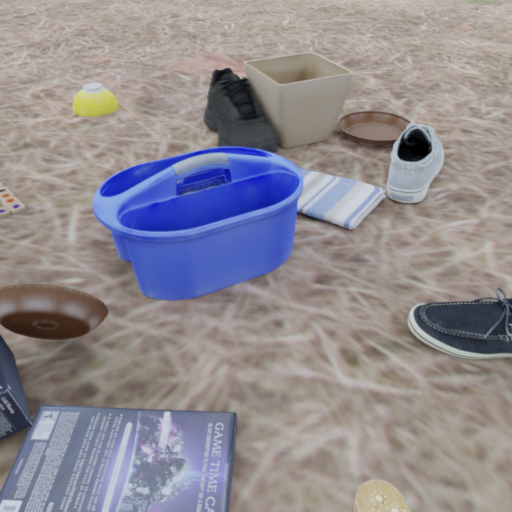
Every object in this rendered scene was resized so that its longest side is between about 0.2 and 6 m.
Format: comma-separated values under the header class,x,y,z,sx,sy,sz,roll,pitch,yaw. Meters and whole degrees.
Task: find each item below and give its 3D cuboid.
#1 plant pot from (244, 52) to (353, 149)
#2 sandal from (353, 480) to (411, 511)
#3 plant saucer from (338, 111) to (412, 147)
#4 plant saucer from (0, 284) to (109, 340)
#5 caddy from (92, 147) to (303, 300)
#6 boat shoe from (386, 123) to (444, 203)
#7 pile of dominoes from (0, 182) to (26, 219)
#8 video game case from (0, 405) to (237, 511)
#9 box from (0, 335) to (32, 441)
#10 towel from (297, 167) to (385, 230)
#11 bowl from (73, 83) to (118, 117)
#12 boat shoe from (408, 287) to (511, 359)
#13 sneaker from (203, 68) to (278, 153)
class,x,y,z,sx,sy,sz,roll,pitch,yaw
plant pot,0.882,-3.381,12.322,1.766,1.564,1.764,-16,38,-20
sandal,1.418,2.634,4.623,0.733,0.658,2.000,-12,37,-17
plant saucer,2.685,-2.829,12.628,1.687,0.309,1.687,1,35,0
plant saucer,-2.482,0.724,6.654,1.400,1.400,0.256,-1,63,-2
caddy,-0.818,-0.752,8.525,3.196,1.678,2.260,-18,40,-24
boat shoe,3.170,-2.034,10.916,0.959,0.979,2.750,13,37,17
pile of dominoes,-5.525,-1.134,10.189,1.796,0.367,2.304,-26,43,-32
video game case,-1.355,2.208,5.621,2.219,0.211,1.586,2,35,2
box,-3.210,1.505,6.075,1.141,0.652,1.253,-26,42,-16
towel,1.215,-1.085,10.249,1.945,0.231,1.428,19,41,28
bowl,-4.035,-3.949,13.959,1.109,0.596,1.109,0,35,0
boat shoe,3.197,0.849,7.060,2.466,0.768,0.920,8,38,12
sneaker,-0.436,-3.132,12.126,1.165,1.392,3.068,-14,39,-22
